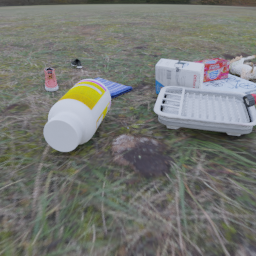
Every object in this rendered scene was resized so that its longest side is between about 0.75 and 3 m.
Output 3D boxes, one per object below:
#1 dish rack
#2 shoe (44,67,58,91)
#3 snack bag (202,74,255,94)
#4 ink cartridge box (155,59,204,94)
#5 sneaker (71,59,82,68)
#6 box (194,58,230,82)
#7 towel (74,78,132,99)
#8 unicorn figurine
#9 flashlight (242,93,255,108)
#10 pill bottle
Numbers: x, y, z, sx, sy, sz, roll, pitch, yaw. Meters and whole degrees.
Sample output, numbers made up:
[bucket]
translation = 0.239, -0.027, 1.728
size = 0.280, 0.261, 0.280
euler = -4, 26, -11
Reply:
[dish rack]
translation = 2.304, -0.527, 8.533
size = 2.850, 0.620, 2.446
euler = 6, 28, 12
[shoe]
translation = -3.089, -1.950, 11.108
size = 0.494, 0.629, 1.383
euler = -9, 30, -16
[snack bag]
translation = 3.647, -1.587, 10.860
size = 2.309, 0.247, 2.178
euler = -16, 32, -21
[ink cartridge box]
translation = 1.844, -1.749, 10.080
size = 1.607, 1.177, 0.690
euler = 12, 42, 21
[sneaker]
translation = -2.501, -3.186, 13.592
size = 0.305, 0.415, 0.916
euler = -17, 33, -30
[box]
translation = 3.273, -2.324, 11.240
size = 1.414, 0.705, 0.675
euler = -11, 30, -13
[towel]
translation = -0.972, -1.602, 10.898
size = 1.954, 0.233, 1.415
euler = 23, 35, 35
[unicorn figurine]
translation = 5.196, -2.519, 12.055
size = 1.723, 0.926, 2.508
euler = -21, 19, -15
[flashlight]
translation = 3.096, -0.752, 6.371
size = 0.914, 0.309, 0.311
euler = -21, -12, -4
[pill bottle]
translation = -1.329, -0.376, 7.566
size = 1.262, 1.262, 2.421
euler = 6, 29, 10
